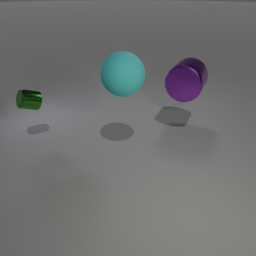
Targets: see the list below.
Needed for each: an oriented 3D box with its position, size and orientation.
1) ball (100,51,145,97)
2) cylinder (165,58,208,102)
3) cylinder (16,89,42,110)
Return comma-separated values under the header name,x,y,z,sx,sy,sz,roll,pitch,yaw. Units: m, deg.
name,x,y,z,sx,sy,sz,roll,pitch,yaw
ball,-0.166,-1.682,8.794,1.400,1.400,1.400,0,28,0
cylinder,2.275,-1.878,10.813,1.400,1.400,1.400,11,29,20
cylinder,-3.565,-1.018,10.092,0.700,0.700,0.700,4,20,-41
